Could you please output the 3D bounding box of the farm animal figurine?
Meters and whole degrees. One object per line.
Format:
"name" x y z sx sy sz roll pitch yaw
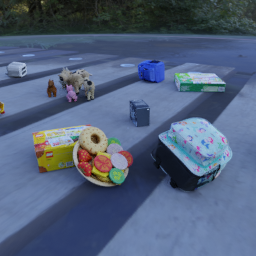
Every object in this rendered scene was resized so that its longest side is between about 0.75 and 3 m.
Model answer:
"farm animal figurine" -2.585 -2.289 13.570 2.612 1.362 2.584 6 24 13

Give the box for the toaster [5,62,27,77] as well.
"toaster" -6.893 -3.604 17.379 0.894 0.786 1.384 4 28 3

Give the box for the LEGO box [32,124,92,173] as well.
"LEGO box" -1.722 0.524 7.894 1.720 0.664 1.281 -9 25 -20

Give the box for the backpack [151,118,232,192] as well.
"backpack" 1.688 0.556 6.984 1.782 1.341 1.582 -10 46 -41

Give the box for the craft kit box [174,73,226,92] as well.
"craft kit box" 3.786 -2.479 15.139 2.320 0.563 2.292 1 21 1

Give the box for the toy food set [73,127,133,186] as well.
"toy food set" -0.604 0.736 6.933 1.524 0.375 1.540 26 41 -13

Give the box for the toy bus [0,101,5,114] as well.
"toy bus" -5.317 -0.650 10.674 1.100 1.166 0.603 -1 53 -19

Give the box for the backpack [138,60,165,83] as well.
"backpack" 1.220 -3.298 16.157 1.240 1.200 1.477 -24 33 -39

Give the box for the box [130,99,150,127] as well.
"box" 0.426 -0.562 10.358 0.522 0.724 0.976 -7 24 -14
